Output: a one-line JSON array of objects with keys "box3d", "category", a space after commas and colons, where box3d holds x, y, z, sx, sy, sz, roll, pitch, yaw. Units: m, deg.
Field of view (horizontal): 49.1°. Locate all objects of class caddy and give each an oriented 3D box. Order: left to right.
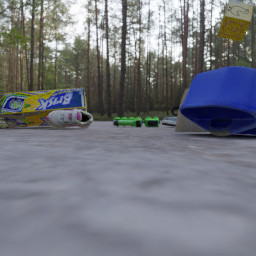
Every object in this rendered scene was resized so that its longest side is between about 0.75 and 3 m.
[{"box3d": [2.001, -0.362, 5.599, 1.493, 1.108, 2.111, 25, -8, -22], "category": "caddy"}]

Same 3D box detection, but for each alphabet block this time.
[{"box3d": [4.079, -4.067, 10.649, 0.975, 0.999, 0.981, 15, -29, 10], "category": "alphabet block"}]

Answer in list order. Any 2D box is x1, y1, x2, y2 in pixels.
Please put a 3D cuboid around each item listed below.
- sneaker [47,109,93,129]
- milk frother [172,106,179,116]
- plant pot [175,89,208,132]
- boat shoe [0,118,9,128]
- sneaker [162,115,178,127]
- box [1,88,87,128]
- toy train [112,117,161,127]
[{"box3d": [-1.885, -0.352, 9.414, 1.606, 0.653, 0.708, -2, -14, -31], "category": "sneaker"}, {"box3d": [2.801, -0.638, 15.027, 0.948, 1.051, 0.988, -4, 1, 3], "category": "milk frother"}, {"box3d": [1.860, -0.490, 7.778, 1.091, 1.165, 1.091, 0, 1, 0], "category": "plant pot"}, {"box3d": [-4.833, -0.226, 10.826, 0.522, 0.450, 1.430, 0, 2, -1], "category": "boat shoe"}, {"box3d": [2.550, -0.736, 11.823, 2.328, 1.405, 0.973, -1, 2, -17], "category": "sneaker"}, {"box3d": [-2.952, -0.721, 10.157, 2.872, 0.923, 1.006, -6, -30, -7], "category": "box"}, {"box3d": [0.342, -0.237, 12.230, 2.155, 0.450, 0.608, 0, 12, 9], "category": "toy train"}]
